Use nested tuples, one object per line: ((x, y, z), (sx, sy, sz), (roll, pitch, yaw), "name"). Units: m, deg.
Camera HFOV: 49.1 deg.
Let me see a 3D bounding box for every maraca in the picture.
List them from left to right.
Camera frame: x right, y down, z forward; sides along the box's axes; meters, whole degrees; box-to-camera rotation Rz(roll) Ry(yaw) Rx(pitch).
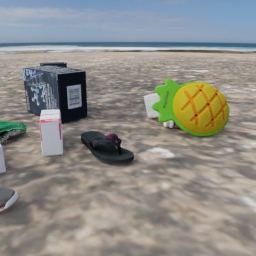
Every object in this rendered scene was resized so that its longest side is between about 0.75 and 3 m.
((2.304, -0.770, 10.119), (2.895, 1.985, 1.549), (13, -13, -7), "maraca")

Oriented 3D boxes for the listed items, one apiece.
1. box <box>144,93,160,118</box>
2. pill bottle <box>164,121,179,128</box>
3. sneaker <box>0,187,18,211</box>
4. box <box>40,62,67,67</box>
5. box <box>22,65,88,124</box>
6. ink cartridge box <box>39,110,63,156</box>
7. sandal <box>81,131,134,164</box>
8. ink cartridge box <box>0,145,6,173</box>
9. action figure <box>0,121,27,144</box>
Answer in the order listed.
((1.714, -1.072, 11.686), (1.496, 0.983, 1.504), (-16, 7, -28), "box")
((1.843, -0.257, 10.930), (0.853, 0.482, 0.482), (-4, 20, -11), "pill bottle")
((-3.338, 1.342, 5.905), (1.916, 0.785, 0.738), (0, 19, -1), "sneaker")
((-4.855, -3.488, 18.441), (1.621, 1.593, 1.004), (-8, 21, -24), "box")
((-3.210, -1.574, 12.279), (2.767, 2.053, 1.481), (17, 25, 41), "box")
((-2.441, 0.103, 8.978), (0.629, 1.080, 1.492), (-5, 19, -13), "ink cartridge box")
((-0.773, 0.440, 8.718), (0.978, 0.623, 2.602), (-13, 23, -33), "sandal")
((-3.741, 0.730, 7.660), (0.452, 0.777, 1.074), (-14, 23, -34), "ink cartridge box")
((-4.569, 0.166, 9.350), (1.608, 0.744, 2.722), (12, 16, 34), "action figure")
